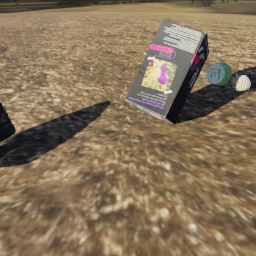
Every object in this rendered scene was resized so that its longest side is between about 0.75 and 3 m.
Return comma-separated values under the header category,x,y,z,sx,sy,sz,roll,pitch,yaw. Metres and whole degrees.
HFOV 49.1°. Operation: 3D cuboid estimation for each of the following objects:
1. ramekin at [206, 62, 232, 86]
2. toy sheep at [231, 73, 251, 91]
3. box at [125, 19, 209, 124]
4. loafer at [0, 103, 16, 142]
category,x,y,z,sx,sy,sz,roll,pitch,yaw
ramekin,3.364,-2.016,10.435,0.428,0.877,0.877,-9,26,-41
toy sheep,4.007,-1.595,9.873,0.891,0.614,0.614,2,25,-20
box,1.143,-1.457,7.713,1.255,2.367,1.447,27,3,21
loafer,-3.670,0.152,5.887,1.050,1.043,2.884,-6,20,18
